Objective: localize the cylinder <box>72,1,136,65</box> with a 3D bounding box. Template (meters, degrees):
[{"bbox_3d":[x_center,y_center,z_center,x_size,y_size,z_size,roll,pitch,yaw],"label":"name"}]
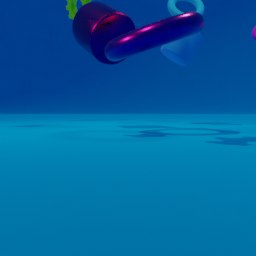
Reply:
[{"bbox_3d":[-0.652,-2.577,7.575,1.341,1.341,1.341,-2,33,-34],"label":"cylinder"}]

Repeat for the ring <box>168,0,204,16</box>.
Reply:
[{"bbox_3d":[1.787,-3.734,8.637,1.150,1.150,0.230,0,-26,-6],"label":"ring"}]

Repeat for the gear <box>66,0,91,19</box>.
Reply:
[{"bbox_3d":[-1.736,-4.341,10.092,1.308,1.308,0.242,3,25,46],"label":"gear"}]

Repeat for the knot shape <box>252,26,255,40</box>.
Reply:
[{"bbox_3d":[4.063,-2.727,8.010,0.517,1.120,1.048,-10,44,-24],"label":"knot shape"}]

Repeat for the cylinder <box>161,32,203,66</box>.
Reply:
[{"bbox_3d":[1.972,-3.061,10.293,1.137,1.137,1.137,33,3,-2],"label":"cylinder"}]

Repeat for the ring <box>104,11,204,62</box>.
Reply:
[{"bbox_3d":[0.492,-1.785,5.536,2.016,0.403,2.016,-18,13,4],"label":"ring"}]
